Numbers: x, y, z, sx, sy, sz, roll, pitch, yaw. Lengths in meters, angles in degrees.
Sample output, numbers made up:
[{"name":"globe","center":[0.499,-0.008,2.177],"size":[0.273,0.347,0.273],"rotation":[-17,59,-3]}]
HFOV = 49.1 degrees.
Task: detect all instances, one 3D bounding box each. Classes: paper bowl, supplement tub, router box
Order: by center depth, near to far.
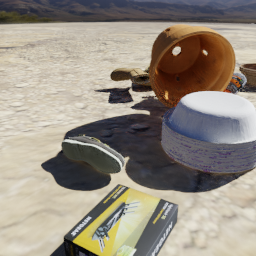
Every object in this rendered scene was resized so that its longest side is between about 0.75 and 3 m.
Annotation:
[{"name":"router box","center":[-0.040,1.425,3.959],"size":[1.082,0.359,1.376],"rotation":[13,28,27]},{"name":"paper bowl","center":[1.901,-0.067,6.272],"size":[2.271,1.181,2.271],"rotation":[-1,26,0]},{"name":"supplement tub","center":[3.600,-1.429,9.647],"size":[0.568,0.568,0.927],"rotation":[24,63,42]}]

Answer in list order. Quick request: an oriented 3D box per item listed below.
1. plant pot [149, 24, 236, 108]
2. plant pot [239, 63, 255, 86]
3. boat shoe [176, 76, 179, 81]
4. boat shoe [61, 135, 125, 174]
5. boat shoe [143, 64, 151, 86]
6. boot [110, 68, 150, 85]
[{"name":"plant pot","center":[1.547,-1.843,7.744],"size":[2.235,2.235,1.565],"rotation":[-5,39,-10]},{"name":"plant pot","center":[5.284,-2.144,11.367],"size":[1.515,0.699,1.515],"rotation":[0,24,0]},{"name":"boat shoe","center":[1.793,-1.385,9.131],"size":[0.887,0.724,2.402],"rotation":[9,55,-17]},{"name":"boat shoe","center":[-0.675,0.474,5.782],"size":[1.626,0.580,0.490],"rotation":[15,32,34]},{"name":"boat shoe","center":[1.103,-2.385,11.692],"size":[0.994,0.850,2.712],"rotation":[4,25,9]},{"name":"boot","center":[0.078,-1.888,10.248],"size":[1.364,0.515,1.557],"rotation":[-12,21,-5]}]
